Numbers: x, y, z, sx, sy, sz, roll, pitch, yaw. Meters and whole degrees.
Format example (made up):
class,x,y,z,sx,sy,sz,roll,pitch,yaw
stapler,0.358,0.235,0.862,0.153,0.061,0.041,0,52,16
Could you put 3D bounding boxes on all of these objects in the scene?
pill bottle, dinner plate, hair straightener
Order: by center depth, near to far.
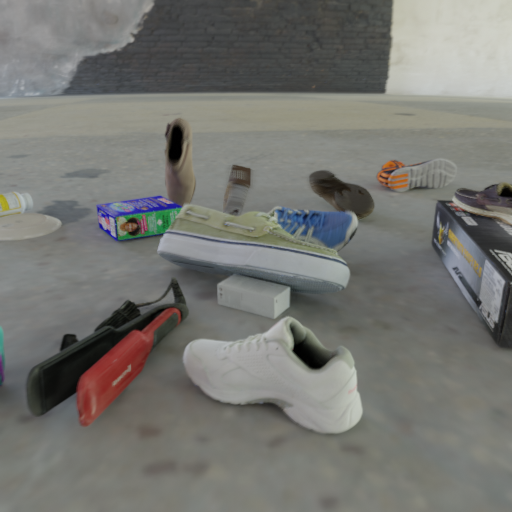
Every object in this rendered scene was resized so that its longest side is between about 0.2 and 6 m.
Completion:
class,x,y,z,sx,sy,sz,roll,pitch,yaw
hair straightener,-1.787,0.909,6.882,1.241,0.660,3.224,5,21,13
dinner plate,-4.974,-0.661,11.800,1.650,0.200,1.650,-1,21,0
pill bottle,-5.546,-1.130,12.528,0.540,0.540,0.963,17,26,39

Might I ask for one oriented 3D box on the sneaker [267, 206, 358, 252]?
class,x,y,z,sx,sy,sz,roll,pitch,yaw
sneaker,0.687,-0.430,9.607,2.094,0.807,0.793,-10,52,22

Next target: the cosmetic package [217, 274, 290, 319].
class,x,y,z,sx,sy,sz,roll,pitch,yaw
cosmetic package,-0.040,0.582,8.214,0.965,0.344,0.489,12,24,29

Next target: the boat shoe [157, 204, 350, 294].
class,x,y,z,sx,sy,sz,roll,pitch,yaw
boat shoe,-0.115,-0.198,8.694,3.372,1.046,1.214,11,-13,30

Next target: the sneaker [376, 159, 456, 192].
class,x,y,z,sx,sy,sz,roll,pitch,yaw
sneaker,4.290,-2.324,15.303,2.165,0.840,1.213,-7,23,-18

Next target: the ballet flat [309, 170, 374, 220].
class,x,y,z,sx,sy,sz,roll,pitch,yaw
ballet flat,1.972,-1.365,13.093,0.821,0.565,2.436,-25,34,-14

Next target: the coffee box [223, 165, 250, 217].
class,x,y,z,sx,sy,sz,roll,pitch,yaw
coffee box,-0.413,-1.341,11.711,0.390,0.977,0.552,10,49,-10

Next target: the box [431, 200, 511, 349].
class,x,y,z,sx,sy,sz,roll,pitch,yaw
box,4.717,0.113,8.568,3.153,0.962,3.982,1,21,5

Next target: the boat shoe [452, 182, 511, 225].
class,x,y,z,sx,sy,sz,roll,pitch,yaw
boat shoe,3.963,-0.903,9.027,0.650,0.585,1.806,-10,23,-23

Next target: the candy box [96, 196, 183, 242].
class,x,y,z,sx,sy,sz,roll,pitch,yaw
candy box,-2.394,-0.798,11.599,1.461,0.563,1.235,-13,22,-28

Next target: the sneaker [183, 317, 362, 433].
class,x,y,z,sx,sy,sz,roll,pitch,yaw
sneaker,0.149,1.062,5.948,2.067,1.027,0.805,9,22,23

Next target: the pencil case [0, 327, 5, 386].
class,x,y,z,sx,sy,sz,roll,pitch,yaw
pencil case,-3.900,1.079,5.847,2.325,1.074,0.989,-7,16,-22

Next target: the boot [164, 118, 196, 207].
class,x,y,z,sx,sy,sz,roll,pitch,yaw
boot,-1.696,-1.930,12.044,0.698,1.987,1.453,-1,4,-3
